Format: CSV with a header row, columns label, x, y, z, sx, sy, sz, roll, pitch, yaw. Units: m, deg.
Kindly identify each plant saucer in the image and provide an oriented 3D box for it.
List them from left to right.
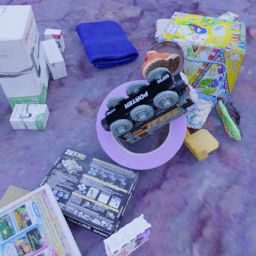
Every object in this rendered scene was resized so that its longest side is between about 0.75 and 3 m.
label,x,y,z,sx,sy,sz,roll,pitch,yaw
plant saucer,1.138,-2.016,8.647,1.325,0.228,1.325,-3,83,25

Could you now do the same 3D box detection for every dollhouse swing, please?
label,x,y,z,sx,sy,sz,roll,pitch,yaw
dollhouse swing,2.142,0.328,8.341,0.833,0.861,0.947,-35,55,2

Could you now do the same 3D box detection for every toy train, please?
label,x,y,z,sx,sy,sz,roll,pitch,yaw
toy train,0.510,-0.475,6.828,2.408,1.372,1.026,-30,55,26

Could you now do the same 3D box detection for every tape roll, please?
label,x,y,z,sx,sy,sz,roll,pitch,yaw
tape roll,0.373,-0.063,7.702,2.379,0.780,2.379,-1,83,7

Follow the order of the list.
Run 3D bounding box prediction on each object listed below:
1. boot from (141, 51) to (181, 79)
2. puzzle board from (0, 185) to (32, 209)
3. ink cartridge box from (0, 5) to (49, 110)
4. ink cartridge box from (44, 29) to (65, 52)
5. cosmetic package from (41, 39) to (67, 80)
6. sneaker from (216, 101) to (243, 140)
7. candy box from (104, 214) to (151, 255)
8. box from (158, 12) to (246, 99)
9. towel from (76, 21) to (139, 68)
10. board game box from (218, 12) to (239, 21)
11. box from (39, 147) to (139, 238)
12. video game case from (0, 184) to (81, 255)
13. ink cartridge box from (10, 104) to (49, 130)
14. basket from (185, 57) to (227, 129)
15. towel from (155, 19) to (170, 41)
label,x,y,z,sx,sy,sz,roll,pitch,yaw
boot,0.644,-1.627,7.215,0.846,0.592,1.578,25,33,25
puzzle board,-2.973,2.146,7.259,0.926,0.107,1.228,14,52,10
ink cartridge box,-3.504,-2.245,9.172,1.157,2.752,2.008,-4,50,-3
ink cartridge box,-3.005,-3.574,11.508,0.648,0.878,0.376,3,51,3
cosmetic package,-2.860,-2.679,10.826,0.576,0.791,1.556,-19,54,-15
sneaker,3.369,-0.325,8.985,0.670,0.614,1.599,-7,52,-1
candy box,-0.003,2.562,6.400,1.045,0.876,0.374,-29,56,-22
box,2.565,-2.711,9.964,2.677,1.696,2.780,15,42,12
towel,-0.933,-3.503,11.665,2.001,0.671,2.710,-11,51,-18
board game box,4.348,-4.664,12.594,1.151,0.604,0.593,-37,59,-26
box,-1.073,1.621,7.399,2.260,0.555,1.822,17,54,14
video game case,-2.331,2.882,6.146,2.328,0.303,2.558,-28,62,-12
ink cartridge box,-3.192,-0.366,9.121,1.045,0.439,0.763,1,50,1
basket,1.899,-1.093,8.630,1.855,1.463,2.103,14,91,20
towel,2.390,-4.316,12.458,2.316,0.399,1.535,4,49,4
